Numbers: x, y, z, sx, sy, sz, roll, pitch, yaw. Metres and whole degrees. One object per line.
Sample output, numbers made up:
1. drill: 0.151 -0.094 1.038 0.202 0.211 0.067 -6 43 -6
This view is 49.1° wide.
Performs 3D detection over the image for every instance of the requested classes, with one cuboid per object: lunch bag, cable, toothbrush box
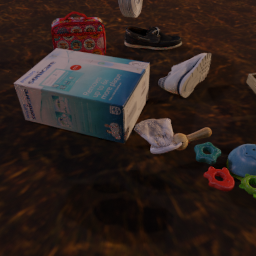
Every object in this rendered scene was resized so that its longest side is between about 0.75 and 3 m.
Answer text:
1. lunch bag: -1.628 -3.059 9.330 1.766 1.555 0.723 -7 42 -8
2. cable: 0.089 -4.126 8.453 0.509 1.471 1.471 6 9 14
3. toothbrush box: -1.050 -0.944 7.222 2.789 1.190 2.042 13 43 16

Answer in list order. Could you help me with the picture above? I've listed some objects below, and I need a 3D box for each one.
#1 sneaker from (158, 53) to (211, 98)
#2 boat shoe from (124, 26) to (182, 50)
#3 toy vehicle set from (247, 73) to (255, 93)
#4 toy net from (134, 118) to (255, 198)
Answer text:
1. sneaker: 1.809 -1.745 8.476 0.881 0.836 2.189 19 42 34
2. boat shoe: 0.931 -3.344 10.315 2.137 0.722 0.767 7 40 6
3. toy vehicle set: 4.889 -1.156 8.123 2.351 0.312 1.461 -6 42 -6
4. toy net: 1.464 0.616 5.982 2.986 0.577 1.567 15 46 19
